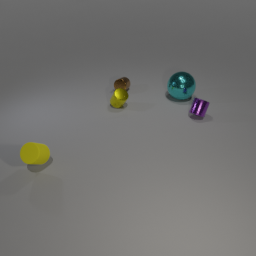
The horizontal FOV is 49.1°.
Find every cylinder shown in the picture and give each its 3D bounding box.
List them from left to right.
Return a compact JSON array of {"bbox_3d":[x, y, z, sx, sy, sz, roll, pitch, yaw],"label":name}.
[{"bbox_3d":[-3.035,0.838,9.175,0.700,0.700,0.700,9,-6,15],"label":"cylinder"},{"bbox_3d":[-0.416,-1.394,13.117,0.700,0.700,0.700,11,58,-19],"label":"cylinder"},{"bbox_3d":[-0.303,-2.274,14.642,0.700,0.700,0.700,11,23,16],"label":"cylinder"},{"bbox_3d":[3.146,-0.904,12.346,0.700,0.700,0.700,19,7,-3],"label":"cylinder"}]

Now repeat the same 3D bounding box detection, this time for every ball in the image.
[{"bbox_3d":[2.630,-2.075,13.803,1.400,1.400,1.400,0,32,0],"label":"ball"}]
